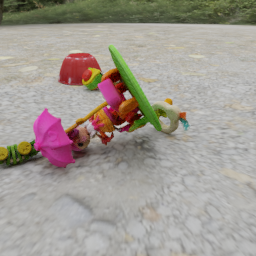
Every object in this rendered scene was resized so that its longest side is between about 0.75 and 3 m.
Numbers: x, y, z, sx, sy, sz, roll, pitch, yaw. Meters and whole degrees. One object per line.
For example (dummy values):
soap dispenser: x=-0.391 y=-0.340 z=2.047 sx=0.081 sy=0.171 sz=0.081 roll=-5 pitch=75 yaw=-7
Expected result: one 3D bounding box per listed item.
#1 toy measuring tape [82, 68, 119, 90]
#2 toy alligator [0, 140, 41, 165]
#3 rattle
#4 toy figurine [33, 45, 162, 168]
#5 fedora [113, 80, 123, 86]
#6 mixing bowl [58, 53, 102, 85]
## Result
toy measuring tape: x=-1.171 y=-1.792 z=10.742 sx=0.835 sy=0.835 sz=2.271 roll=-16 pitch=27 yaw=-31
toy alligator: x=-2.232 y=0.514 z=6.158 sx=1.780 sy=0.428 sz=0.590 roll=-13 pitch=-4 yaw=-24
rattle: x=1.303 y=-0.396 z=7.261 sx=1.032 sy=0.940 sz=1.444 roll=-14 pitch=1 yaw=-34
toy figurine: x=-0.794 y=-0.135 z=6.115 sx=2.457 sy=2.004 sz=2.670 roll=-31 pitch=-15 yaw=3
fedora: x=-0.453 y=-1.947 z=11.050 sx=0.341 sy=0.836 sz=0.836 roll=5 pitch=23 yaw=34
mixing bowl: x=-2.111 y=-2.689 z=12.394 sx=2.059 sy=1.115 sz=2.059 roll=-1 pitch=25 yaw=0
